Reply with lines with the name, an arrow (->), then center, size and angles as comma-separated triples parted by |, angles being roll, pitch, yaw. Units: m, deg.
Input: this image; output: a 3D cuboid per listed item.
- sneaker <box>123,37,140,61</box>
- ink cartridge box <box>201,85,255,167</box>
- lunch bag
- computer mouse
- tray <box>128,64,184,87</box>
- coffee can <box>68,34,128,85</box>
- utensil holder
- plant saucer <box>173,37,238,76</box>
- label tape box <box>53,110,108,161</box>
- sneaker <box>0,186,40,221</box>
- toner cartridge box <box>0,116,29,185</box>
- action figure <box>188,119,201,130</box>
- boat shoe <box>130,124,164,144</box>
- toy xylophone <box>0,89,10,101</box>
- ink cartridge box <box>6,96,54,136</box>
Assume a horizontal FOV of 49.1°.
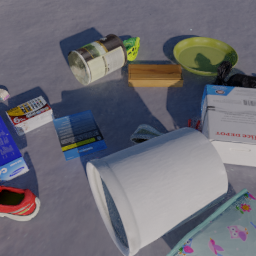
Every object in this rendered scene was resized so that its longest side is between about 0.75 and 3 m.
sneaker -> 0.072, -3.811, 13.512 | 0.783, 0.694, 1.874 | 6, 40, 12
ink cartridge box -> 3.666, -0.164, 9.749 | 2.042, 1.197, 2.788 | 6, 49, 7
lunch bag -> 2.491, 3.175, 6.392 | 2.800, 1.707, 2.385 | -25, 53, -28
computer mouse -> 4.810, -1.622, 11.376 | 2.703, 0.713, 1.872 | 20, 65, 19
tray -> 1.179, -2.315, 12.256 | 2.322, 0.430, 1.145 | 1, 48, 0
coffee can -> -1.286, -2.957, 12.071 | 2.085, 1.526, 1.526 | -33, 56, -27
utensil holder -> 0.719, 1.519, 7.429 | 2.921, 2.482, 2.482 | -20, 51, -21
plant saucer -> 3.593, -3.319, 13.145 | 2.967, 0.461, 2.967 | 0, 48, 0
label tape box -> -1.645, 0.373, 9.648 | 1.430, 0.628, 1.983 | -16, 50, -15
sneaker -> -3.779, 1.948, 7.905 | 2.541, 1.079, 0.979 | 0, 48, 0
toner cartridge box -> -4.336, 0.679, 8.994 | 1.368, 0.622, 2.880 | -27, 41, -21
action figure -> 2.242, 0.348, 9.861 | 0.538, 0.425, 1.644 | 12, 51, 7
boat shoe -> 1.119, 0.577, 9.395 | 2.221, 0.818, 0.712 | 28, 59, 28
toy xylophone -> -5.459, -1.383, 11.509 | 1.013, 0.255, 0.742 | 24, 52, 21
ink cartridge box -> -3.724, -0.563, 10.528 | 1.426, 0.598, 1.252 | -29, 53, -23
